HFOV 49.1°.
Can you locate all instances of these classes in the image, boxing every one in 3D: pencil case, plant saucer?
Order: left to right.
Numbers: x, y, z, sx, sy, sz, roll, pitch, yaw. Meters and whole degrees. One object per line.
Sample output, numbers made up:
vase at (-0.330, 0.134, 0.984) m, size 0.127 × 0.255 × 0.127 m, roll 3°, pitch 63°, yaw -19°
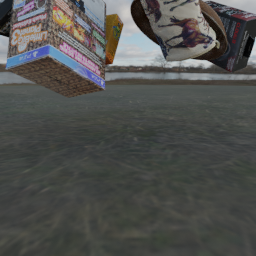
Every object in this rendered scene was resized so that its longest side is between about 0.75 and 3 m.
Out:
pencil case at (0.820, -2.609, 5.337) m, size 1.217 × 2.722 × 1.059 m, roll -20°, pitch 20°, yaw 16°
plant saucer at (1.325, -2.644, 7.169) m, size 2.656 × 0.457 × 2.656 m, roll 27°, pitch -7°, yaw 3°

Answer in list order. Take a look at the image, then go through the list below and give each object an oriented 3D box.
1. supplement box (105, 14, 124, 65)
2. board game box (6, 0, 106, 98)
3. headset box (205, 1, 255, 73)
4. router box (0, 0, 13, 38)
supplement box at (-0.531, -2.386, 7.531) m, size 0.471 × 1.368 × 0.455 m, roll 0°, pitch -22°, yaw 28°
board game box at (-1.399, -2.046, 5.978) m, size 1.097 × 2.265 × 1.806 m, roll -8°, pitch -16°, yaw 27°
headset box at (3.231, -3.085, 9.453) m, size 0.878 × 1.739 × 2.340 m, roll -24°, pitch 46°, yaw -29°
router box at (-2.414, -3.538, 7.263) m, size 2.755 × 0.719 × 2.166 m, roll -42°, pitch 6°, yaw 8°
